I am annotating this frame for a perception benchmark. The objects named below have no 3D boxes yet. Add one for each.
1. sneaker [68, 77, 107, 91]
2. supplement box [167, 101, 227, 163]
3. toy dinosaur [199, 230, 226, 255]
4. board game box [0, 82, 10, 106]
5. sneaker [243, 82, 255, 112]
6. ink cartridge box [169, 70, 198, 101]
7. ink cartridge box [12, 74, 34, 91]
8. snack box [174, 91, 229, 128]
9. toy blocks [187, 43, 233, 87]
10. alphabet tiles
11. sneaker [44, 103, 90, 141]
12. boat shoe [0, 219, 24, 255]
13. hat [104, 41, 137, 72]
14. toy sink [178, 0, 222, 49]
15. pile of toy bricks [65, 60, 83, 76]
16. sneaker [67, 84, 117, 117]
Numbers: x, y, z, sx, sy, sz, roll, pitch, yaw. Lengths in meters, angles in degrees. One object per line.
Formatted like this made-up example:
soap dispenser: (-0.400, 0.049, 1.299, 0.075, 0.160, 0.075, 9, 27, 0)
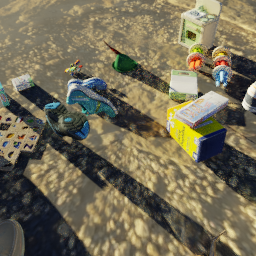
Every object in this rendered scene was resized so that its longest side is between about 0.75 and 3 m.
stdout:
sneaker: (-1.652, -1.596, 11.467, 1.642, 0.645, 0.732, -5, 56, 5)
supplement box: (2.211, 0.076, 9.347, 1.022, 1.016, 1.867, -19, 42, -18)
toy dinosaur: (2.066, 3.262, 6.852, 0.809, 0.460, 1.523, 15, 50, -16)
board game box: (-5.094, -1.516, 11.141, 0.250, 0.845, 1.111, -24, 50, -22)
sneaker: (5.884, -1.493, 10.951, 2.828, 1.123, 1.109, -18, 47, -19)
ink cartridge box: (2.329, -1.806, 11.747, 1.127, 0.371, 1.549, 6, 46, 6)
ink cartridge box: (-4.462, -1.923, 11.897, 0.750, 0.328, 0.545, -26, 52, -22)
snack box: (2.452, -0.650, 9.186, 2.018, 0.245, 0.726, -29, 50, -33)
toy blocks: (3.548, -2.706, 12.291, 1.969, 0.858, 2.362, 10, 46, 9)
alphabet tiles: (-4.167, 0.440, 9.760, 2.042, 0.092, 2.443, 5, 46, 4)
sneaker: (-1.970, -0.076, 9.311, 0.837, 0.936, 2.286, -23, 38, -31)
boat shoe: (-3.137, 3.311, 6.368, 1.005, 0.905, 2.786, 3, 46, 2)
hat: (-0.235, -3.315, 12.637, 1.375, 1.210, 1.139, -18, 48, -16)
toy sink: (3.430, -5.010, 13.608, 1.229, 2.193, 1.430, -31, 54, -27)
pile of toy bricks: (-2.468, -2.685, 12.660, 0.409, 0.460, 0.828, 13, 58, 51)
sneaker: (-1.095, -0.702, 8.505, 0.707, 1.823, 0.726, 18, 84, 49)
